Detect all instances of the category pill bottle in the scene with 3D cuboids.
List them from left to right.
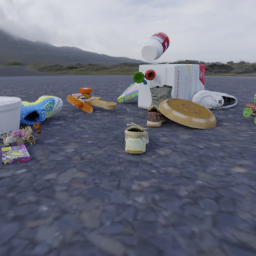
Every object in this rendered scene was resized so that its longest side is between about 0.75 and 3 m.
[{"bbox_3d":[0.932,-2.775,9.608,0.726,0.726,1.285,6,36,25],"label":"pill bottle"}]

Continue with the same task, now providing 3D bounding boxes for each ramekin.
[{"bbox_3d":[-4.638,-0.329,9.031,2.398,1.117,2.398,0,13,0],"label":"ramekin"}]

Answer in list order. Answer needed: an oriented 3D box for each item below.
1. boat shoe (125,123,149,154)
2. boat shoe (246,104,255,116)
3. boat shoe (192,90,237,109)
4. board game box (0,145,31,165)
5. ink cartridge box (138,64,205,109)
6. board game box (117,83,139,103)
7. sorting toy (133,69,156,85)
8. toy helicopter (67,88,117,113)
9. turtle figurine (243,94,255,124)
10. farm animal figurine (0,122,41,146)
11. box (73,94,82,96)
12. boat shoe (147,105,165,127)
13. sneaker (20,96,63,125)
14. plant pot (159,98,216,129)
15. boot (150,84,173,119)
[{"bbox_3d":[0.257,0.189,7.962,0.703,0.601,1.918,0,13,0],"label":"boat shoe"},{"bbox_3d":[6.296,-0.882,11.720,0.970,0.947,2.563,-13,18,-43],"label":"boat shoe"},{"bbox_3d":[4.385,-1.324,13.993,2.643,0.952,0.906,3,9,-33],"label":"boat shoe"},{"bbox_3d":[-2.856,0.652,7.031,0.634,0.171,1.057,-11,17,-25],"label":"board game box"},{"bbox_3d":[2.240,-2.136,14.267,2.166,2.176,2.995,12,16,40],"label":"ink cartridge box"},{"bbox_3d":[0.439,-2.143,15.485,1.431,0.310,2.127,-49,19,-30],"label":"board game box"},{"bbox_3d":[0.727,-2.341,12.820,1.097,0.659,0.450,-10,25,-6],"label":"sorting toy"},{"bbox_3d":[-1.704,-1.215,13.223,2.547,1.005,1.684,14,18,30],"label":"toy helicopter"},{"bbox_3d":[5.308,-0.852,10.839,1.540,1.143,1.588,-26,-1,-35],"label":"turtle figurine"},{"bbox_3d":[-2.975,0.272,7.924,0.918,0.572,1.137,-14,9,28],"label":"farm animal figurine"},{"bbox_3d":[-2.553,-1.473,14.950,0.519,0.609,0.952,-8,16,-30],"label":"box"},{"bbox_3d":[1.084,-0.549,10.890,0.686,0.684,1.901,3,14,14],"label":"boat shoe"},{"bbox_3d":[-3.403,-0.591,11.059,1.295,0.934,2.466,27,33,35],"label":"sneaker"},{"bbox_3d":[2.307,-0.644,10.684,2.267,0.311,2.267,12,26,-6],"label":"plant pot"},{"bbox_3d":[1.769,-1.106,11.744,2.100,1.372,0.711,10,16,35],"label":"boot"}]
